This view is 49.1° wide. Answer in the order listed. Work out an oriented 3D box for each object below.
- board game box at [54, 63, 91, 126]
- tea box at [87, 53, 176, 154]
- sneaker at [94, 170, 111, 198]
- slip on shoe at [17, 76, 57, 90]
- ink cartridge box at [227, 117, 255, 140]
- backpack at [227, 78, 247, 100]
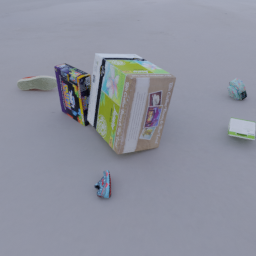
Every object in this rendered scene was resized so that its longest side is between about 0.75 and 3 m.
[{"bbox_3d":[-2.155,-1.361,11.378,0.601,2.121,1.753,-29,42,-35],"label":"board game box"},{"bbox_3d":[-0.026,-0.971,9.983,1.813,2.713,2.669,-7,31,-31],"label":"tea box"},{"bbox_3d":[-0.759,1.630,8.333,0.494,0.410,1.033,-3,33,-2],"label":"sneaker"},{"bbox_3d":[-4.490,-2.312,14.059,2.099,0.778,0.642,-2,34,10],"label":"slip on shoe"},{"bbox_3d":[4.241,0.176,10.518,0.935,0.479,1.265,12,36,18],"label":"ink cartridge box"},{"bbox_3d":[5.144,-1.838,13.208,0.720,0.956,0.849,-26,37,-3],"label":"backpack"}]
